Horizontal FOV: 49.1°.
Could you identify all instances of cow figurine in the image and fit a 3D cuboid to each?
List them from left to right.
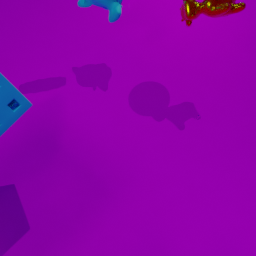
[{"bbox_3d":[1.933,-2.864,6.635,1.276,1.255,0.700,-14,100,-31],"label":"cow figurine"}]

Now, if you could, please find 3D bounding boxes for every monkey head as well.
[{"bbox_3d":[-0.621,-3.573,7.529,1.069,1.774,1.277,16,64,-35],"label":"monkey head"}]

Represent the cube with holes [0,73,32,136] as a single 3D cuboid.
[{"bbox_3d":[-2.674,-0.491,4.581,1.284,1.284,1.284,-49,38,-14],"label":"cube with holes"}]
